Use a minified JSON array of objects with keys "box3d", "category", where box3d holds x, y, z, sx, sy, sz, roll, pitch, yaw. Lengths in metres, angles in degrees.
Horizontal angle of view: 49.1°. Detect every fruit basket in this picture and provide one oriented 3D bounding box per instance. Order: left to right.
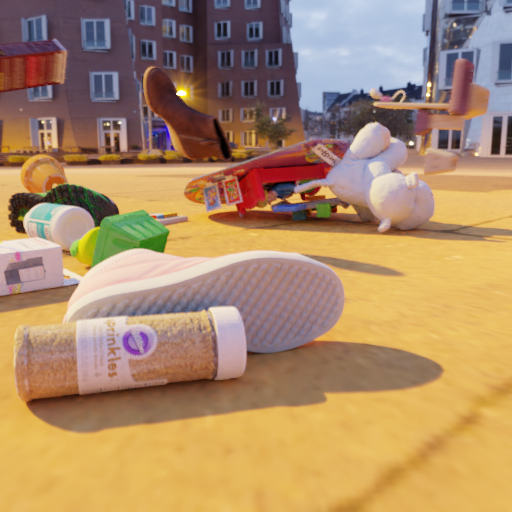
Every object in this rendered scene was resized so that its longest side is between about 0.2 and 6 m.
[{"box3d":[-2.085,-0.198,8.197,1.344,0.969,1.344,16,15,-5],"category":"fruit basket"}]

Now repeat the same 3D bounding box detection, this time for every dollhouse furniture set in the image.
[{"box3d":[2.899,-2.289,9.502,1.526,1.703,2.150,11,15,32],"category":"dollhouse furniture set"}]

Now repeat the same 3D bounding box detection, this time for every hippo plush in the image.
[{"box3d":[2.795,-1.673,12.118,2.709,2.158,2.178,18,11,-36],"category":"hippo plush"}]

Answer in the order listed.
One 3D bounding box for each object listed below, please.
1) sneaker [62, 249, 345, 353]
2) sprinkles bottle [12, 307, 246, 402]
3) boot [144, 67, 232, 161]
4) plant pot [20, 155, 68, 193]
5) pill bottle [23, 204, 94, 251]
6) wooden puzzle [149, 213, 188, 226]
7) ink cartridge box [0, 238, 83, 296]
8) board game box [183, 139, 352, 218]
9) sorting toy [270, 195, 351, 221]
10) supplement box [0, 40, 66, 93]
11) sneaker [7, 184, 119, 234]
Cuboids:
[{"box3d":[-0.498,0.326,5.146,2.422,0.912,1.266,-7,17,-15],"category":"sneaker"},{"box3d":[-0.904,0.716,4.155,1.614,0.551,0.551,-4,12,-15],"category":"sprinkles bottle"},{"box3d":[-1.113,-2.386,9.415,1.395,1.677,0.607,16,48,44],"category":"boot"},{"box3d":[-7.218,-2.613,19.440,1.465,1.465,1.341,-9,30,-39],"category":"plant pot"},{"box3d":[-3.563,-0.531,9.947,1.396,0.774,0.774,10,15,40],"category":"pill bottle"},{"box3d":[-2.402,-0.918,13.400,1.190,0.222,1.101,6,12,29],"category":"wooden puzzle"},{"box3d":[-3.101,0.123,7.156,1.645,0.554,0.964,-9,14,-38],"category":"ink cartridge box"},{"box3d":[0.463,-1.619,13.998,4.403,0.857,3.479,-16,-8,15],"category":"board game box"},{"box3d":[1.437,-1.174,13.923,1.838,0.445,3.264,-2,10,17],"category":"sorting toy"},{"box3d":[-3.326,-2.744,8.088,1.073,0.584,0.327,-25,63,-40],"category":"supplement box"},{"box3d":[-3.804,-0.978,11.475,2.769,1.080,1.180,7,12,32],"category":"sneaker"}]
